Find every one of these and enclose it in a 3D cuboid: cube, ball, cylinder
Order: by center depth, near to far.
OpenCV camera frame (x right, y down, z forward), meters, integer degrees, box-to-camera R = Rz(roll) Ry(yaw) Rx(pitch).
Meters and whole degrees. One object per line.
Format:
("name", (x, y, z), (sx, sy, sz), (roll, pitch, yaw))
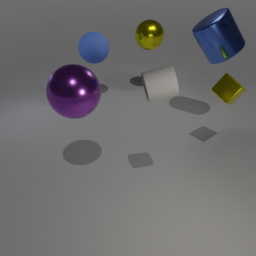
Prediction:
("cylinder", (0.717, -0.995, 6.328), (0.700, 0.700, 0.700), (-15, 31, 2))
("ball", (-1.395, -0.938, 7.245), (1.400, 1.400, 1.400), (0, 30, 0))
("cube", (3.195, -1.213, 8.875), (0.700, 0.700, 0.700), (49, 23, 23))
("cylinder", (3.219, -3.254, 9.975), (1.400, 1.400, 1.400), (-32, 22, 15))
("ball", (-1.552, -3.631, 12.705), (1.400, 1.400, 1.400), (0, 30, 0))
("ball", (1.025, -4.424, 13.341), (1.400, 1.400, 1.400), (0, 30, 0))
